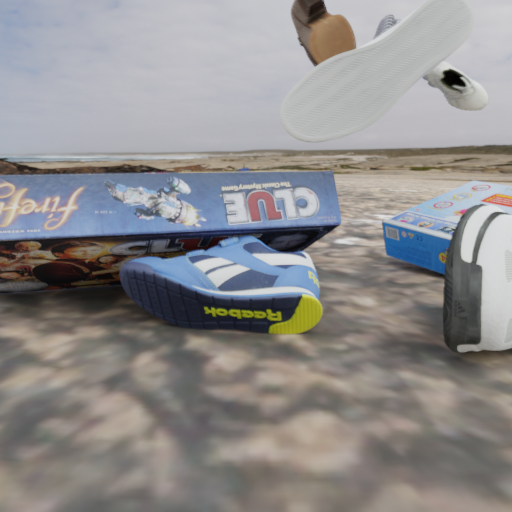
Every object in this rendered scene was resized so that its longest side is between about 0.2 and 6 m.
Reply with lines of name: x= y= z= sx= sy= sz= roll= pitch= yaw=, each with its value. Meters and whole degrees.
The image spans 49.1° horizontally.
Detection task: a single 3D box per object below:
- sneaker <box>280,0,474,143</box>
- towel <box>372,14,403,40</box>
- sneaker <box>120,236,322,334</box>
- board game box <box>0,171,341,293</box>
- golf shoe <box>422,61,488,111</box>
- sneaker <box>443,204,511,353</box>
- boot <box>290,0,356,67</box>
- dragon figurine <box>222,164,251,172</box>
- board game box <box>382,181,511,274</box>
sneaker: x=1.551 y=-2.450 z=7.981 sx=2.838 sy=1.045 sz=1.640 roll=-32 pitch=6 yaw=-1
towel: x=2.591 y=-4.219 z=11.545 sx=0.497 sy=0.961 sz=1.160 roll=11 pitch=-15 yaw=-6
sneaker: x=-0.341 y=0.250 z=5.697 sx=2.044 sy=0.756 sz=0.841 roll=7 pitch=49 yaw=4
board game box: x=-1.272 y=-0.217 z=6.570 sx=3.791 sy=0.656 sz=2.568 roll=-4 pitch=-13 yaw=-17
golf shoe: x=4.038 y=-3.294 z=11.092 sx=1.638 sy=0.641 sz=0.796 roll=22 pitch=21 yaw=-21
sneaker: x=3.134 y=0.189 z=5.140 sx=2.000 sy=1.312 sz=3.476 roll=6 pitch=10 yaw=39
boot: x=1.173 y=-3.562 z=9.567 sx=0.723 sy=2.058 sz=1.504 roll=-20 pitch=-9 yaw=3
dragon figurine: x=-0.773 y=-1.708 z=15.017 sx=0.898 sy=1.517 sz=3.051 roll=-3 pitch=10 yaw=-17
board game box: x=3.417 y=-0.398 z=8.330 sx=2.124 sy=0.606 sz=2.169 roll=-22 pitch=24 yaw=-24
